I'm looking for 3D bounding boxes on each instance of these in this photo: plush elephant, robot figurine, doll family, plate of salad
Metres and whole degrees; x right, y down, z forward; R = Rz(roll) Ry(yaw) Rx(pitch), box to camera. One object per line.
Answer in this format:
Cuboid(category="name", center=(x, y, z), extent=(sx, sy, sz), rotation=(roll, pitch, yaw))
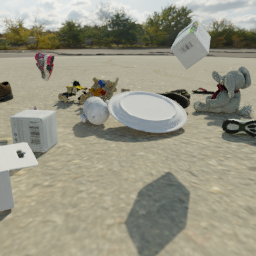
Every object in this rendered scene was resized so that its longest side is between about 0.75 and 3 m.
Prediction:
Cuboid(category="plush elephant", center=(4.283, -1.686, 12.219), extent=(2.505, 1.939, 2.063), rotation=(16, 24, 40))
Cuboid(category="robot figurine", center=(-1.216, -0.673, 10.773), extent=(1.362, 0.907, 1.605), rotation=(-33, 24, -5))
Cuboid(category="doll family", center=(-2.260, -1.888, 14.459), extent=(2.685, 1.053, 1.552), rotation=(9, 16, 3))
Cuboid(category="plate of salad", center=(0.706, -0.570, 10.475), extent=(2.971, 0.714, 2.971), rotation=(6, 34, -4))

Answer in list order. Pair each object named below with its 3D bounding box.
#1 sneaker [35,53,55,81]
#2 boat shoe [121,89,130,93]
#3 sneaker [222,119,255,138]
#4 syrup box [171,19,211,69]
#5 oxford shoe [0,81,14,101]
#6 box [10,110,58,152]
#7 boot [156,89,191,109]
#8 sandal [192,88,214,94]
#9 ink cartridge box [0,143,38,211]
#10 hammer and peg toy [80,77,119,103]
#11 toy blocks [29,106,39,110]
Cuboid(category="sneaker", center=(-3.043, -2.264, 10.200), extent=(0.593, 0.640, 1.588), rotation=(17, -22, -11))
Cuboid(category="boat shoe", center=(-0.031, -2.104, 16.147), extent=(0.930, 0.300, 0.332), rotation=(12, 21, 32))
Cuboid(category="sneaker", center=(4.060, -0.058, 9.556), extent=(1.570, 0.604, 0.696), rotation=(10, 13, 23))
Cuboid(category="syrup box", center=(2.030, -2.710, 8.867), extent=(0.807, 0.834, 2.049), rotation=(-33, 17, 32))
Cuboid(category="oxford shoe", center=(-6.798, -1.758, 13.726), extent=(1.018, 1.183, 2.803), rotation=(6, 20, 11))
Cuboid(category="box", center=(-2.756, 0.059, 8.320), extent=(1.054, 1.048, 0.902), rotation=(4, 19, 13))
Cuboid(category="boot", center=(2.432, -1.415, 13.392), extent=(1.565, 0.760, 2.078), rotation=(-15, 18, -37))
Cuboid(category="sandal", center=(4.440, -2.204, 16.443), extent=(1.363, 0.307, 0.512), rotation=(5, 19, 15))
Cuboid(category="ink cartridge box", center=(-3.154, 1.073, 5.511), extent=(2.549, 0.865, 1.467), rotation=(-9, 20, -27))
Cuboid(category="hammer and peg toy", center=(-1.114, -1.589, 12.854), extent=(2.034, 0.717, 1.496), rotation=(18, 69, 43))
Cuboid(category="toy blocks", center=(-3.447, -0.528, 10.700), extent=(0.825, 0.694, 0.771), rotation=(7, 19, 22))
